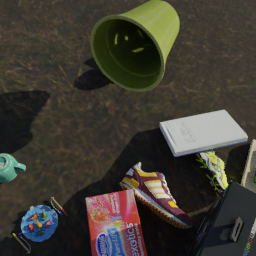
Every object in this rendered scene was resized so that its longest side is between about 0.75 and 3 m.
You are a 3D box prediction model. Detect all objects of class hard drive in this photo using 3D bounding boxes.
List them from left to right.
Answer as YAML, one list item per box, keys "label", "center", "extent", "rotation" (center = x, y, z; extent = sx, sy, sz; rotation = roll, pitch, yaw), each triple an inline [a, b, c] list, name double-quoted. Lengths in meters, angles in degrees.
- label: "hard drive"
  center: [2.710, 0.147, 10.361]
  extent: [2.662, 0.338, 1.756]
  rotation: [-11, 39, -7]

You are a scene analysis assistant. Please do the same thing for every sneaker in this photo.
- label: "sneaker"
  center: [1.053, 2.097, 8.991]
  extent: [2.626, 0.984, 1.183]
  rotation: [32, 68, 18]
- label: "sneaker"
  center: [3.047, 1.465, 9.581]
  extent: [0.718, 0.709, 1.880]
  rotation: [-17, 60, -10]

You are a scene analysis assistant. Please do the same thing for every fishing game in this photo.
- label: "fishing game"
  center: [-2.808, 2.979, 8.868]
  extent: [1.629, 0.253, 1.167]
  rotation: [-39, 68, -23]

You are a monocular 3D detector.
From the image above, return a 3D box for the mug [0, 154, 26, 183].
- label: "mug"
  center: [-4.240, 1.298, 9.694]
  extent: [1.101, 0.681, 0.905]
  rotation: [-30, 62, -18]

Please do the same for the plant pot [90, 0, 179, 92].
- label: "plant pot"
  center: [0.579, -3.263, 10.220]
  extent: [2.872, 2.872, 2.727]
  rotation: [26, 53, 16]

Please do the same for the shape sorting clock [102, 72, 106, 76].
- label: "shape sorting clock"
  center: [-0.568, -2.592, 12.316]
  extent: [1.221, 0.239, 1.221]
  rotation: [2, 50, -2]

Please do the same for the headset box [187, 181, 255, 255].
- label: "headset box"
  center: [2.545, 3.025, 7.357]
  extent: [1.255, 2.705, 2.355]
  rotation: [27, 62, 16]

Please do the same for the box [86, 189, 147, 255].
- label: "box"
  center: [-0.271, 3.400, 7.887]
  extent: [1.449, 1.387, 2.906]
  rotation: [-9, 57, -6]

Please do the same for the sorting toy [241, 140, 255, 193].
- label: "sorting toy"
  center: [5.256, 1.560, 9.683]
  extent: [2.284, 0.417, 2.114]
  rotation: [21, 59, 13]
